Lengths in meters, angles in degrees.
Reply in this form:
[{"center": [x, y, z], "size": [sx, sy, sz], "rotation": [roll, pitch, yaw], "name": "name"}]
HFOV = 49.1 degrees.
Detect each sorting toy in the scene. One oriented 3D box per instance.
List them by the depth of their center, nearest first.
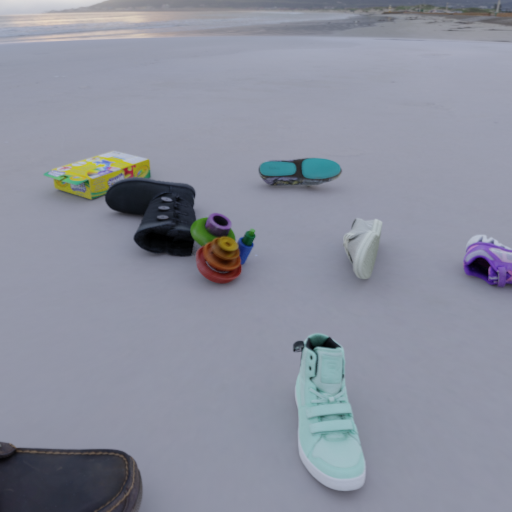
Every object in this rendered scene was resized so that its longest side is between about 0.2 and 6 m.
[{"center": [-0.551, -0.288, 10.089], "size": [1.068, 0.730, 1.778], "rotation": [13, 37, -21], "name": "sorting toy"}]

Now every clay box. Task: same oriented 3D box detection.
[{"center": [-3.957, -2.020, 14.036], "size": [1.356, 0.562, 2.361], "rotation": [17, 32, 30], "name": "clay box"}]

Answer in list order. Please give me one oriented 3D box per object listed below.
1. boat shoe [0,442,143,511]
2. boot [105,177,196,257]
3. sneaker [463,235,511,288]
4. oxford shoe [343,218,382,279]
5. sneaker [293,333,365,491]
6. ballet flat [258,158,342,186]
[{"center": [-2.777, 2.250, 4.915], "size": [3.485, 1.278, 1.298], "rotation": [-8, 28, -15], "name": "boat shoe"}, {"center": [-2.234, -0.789, 11.517], "size": [2.033, 0.810, 2.467], "rotation": [-4, 32, -3], "name": "boot"}, {"center": [4.375, 0.236, 9.585], "size": [1.838, 0.739, 0.813], "rotation": [17, 38, 38], "name": "sneaker"}, {"center": [1.883, -0.172, 10.175], "size": [0.648, 0.843, 2.243], "rotation": [11, 22, 12], "name": "oxford shoe"}, {"center": [0.789, 1.651, 6.325], "size": [0.668, 1.071, 1.816], "rotation": [-3, 28, -9], "name": "sneaker"}, {"center": [1.095, -2.050, 13.964], "size": [2.051, 0.738, 0.738], "rotation": [2, 27, 7], "name": "ballet flat"}]
